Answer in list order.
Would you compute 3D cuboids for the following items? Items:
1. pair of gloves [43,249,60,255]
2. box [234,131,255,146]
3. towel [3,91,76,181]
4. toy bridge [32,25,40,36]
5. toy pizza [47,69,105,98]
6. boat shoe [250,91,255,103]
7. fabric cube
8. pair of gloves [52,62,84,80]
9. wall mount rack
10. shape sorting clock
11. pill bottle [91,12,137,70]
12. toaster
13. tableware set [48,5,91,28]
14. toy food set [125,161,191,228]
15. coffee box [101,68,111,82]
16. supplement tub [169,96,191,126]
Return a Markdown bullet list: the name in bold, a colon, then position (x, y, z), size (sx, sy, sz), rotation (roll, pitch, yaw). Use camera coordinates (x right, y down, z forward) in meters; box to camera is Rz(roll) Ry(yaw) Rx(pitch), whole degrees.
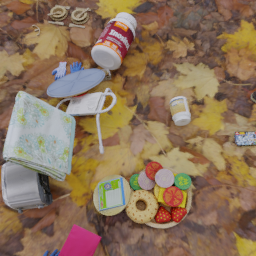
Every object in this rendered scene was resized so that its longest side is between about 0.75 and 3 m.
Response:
- **pair of gloves**: position (-2.499, 4.854, 9.433), size (1.136, 0.161, 1.412), rotation (-38, 71, -18)
- **box**: position (4.851, 0.442, 11.511), size (0.878, 0.175, 0.601), rotation (-1, 65, 0)
- **towel**: position (-2.586, 0.243, 8.568), size (0.582, 2.069, 2.417), rotation (-27, 49, 30)
- **toy bridge**: position (-4.579, -4.924, 14.105), size (0.258, 0.104, 0.766), rotation (-25, 67, -12)
- **toy pizza**: position (-2.160, -1.823, 11.830), size (2.547, 0.404, 2.547), rotation (-12, 30, 7)
- **boat shoe**: position (6.117, -1.192, 12.069), size (1.555, 0.570, 0.579), rotation (20, 66, 9)
- **fabric cube**: position (-1.559, 3.935, 9.341), size (1.025, 1.045, 1.042), rotation (23, 68, 3)
- **pair of gloves**: position (-2.784, -2.621, 12.982), size (1.419, 0.162, 1.141), rotation (5, 64, 1)
- **wall mount rack**: position (-1.620, -0.335, 11.092), size (2.913, 1.086, 2.531), rotation (-2, 58, 30)
- **shape sorting clock**: position (-0.597, 2.449, 10.283), size (1.509, 0.296, 1.509), rotation (-10, 58, 16)
- **pill bottle**: position (-0.552, -4.063, 12.953), size (1.436, 1.436, 2.543), rotation (20, 66, 9)
- **toaster**: position (-3.680, 1.915, 10.215), size (1.451, 1.276, 2.246), rotation (-14, 65, -4)
- **tableware set**: position (-3.042, -5.874, 14.383), size (2.052, 0.411, 1.356), rotation (10, 65, 5)
- **toy food set**: position (1.163, 2.441, 10.329), size (2.377, 0.578, 2.353), rotation (11, 65, 6)
- **coffee box**: position (-1.216, -2.391, 12.777), size (0.808, 0.323, 0.457), rotation (-15, 65, -7)
- **supplement tub**: position (2.191, -0.705, 11.729), size (0.766, 0.766, 1.059), rotation (-6, 65, -3)
